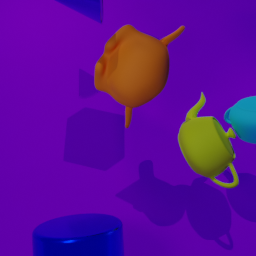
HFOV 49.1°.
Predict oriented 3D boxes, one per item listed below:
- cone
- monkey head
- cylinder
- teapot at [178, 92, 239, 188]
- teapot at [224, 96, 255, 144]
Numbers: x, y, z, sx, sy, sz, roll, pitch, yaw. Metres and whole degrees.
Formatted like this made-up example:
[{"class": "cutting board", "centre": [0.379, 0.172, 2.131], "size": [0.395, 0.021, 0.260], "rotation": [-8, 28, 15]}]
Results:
[{"class": "cone", "centre": [-0.835, -1.976, 4.079], "size": [0.889, 0.885, 0.885], "rotation": [-1, 65, -2]}, {"class": "monkey head", "centre": [0.126, -1.047, 4.902], "size": [1.176, 1.404, 1.951], "rotation": [28, 109, -4]}, {"class": "cylinder", "centre": [-0.704, 2.089, 4.150], "size": [1.320, 1.320, 1.320], "rotation": [-3, 87, -1]}, {"class": "teapot", "centre": [1.599, 0.246, 5.514], "size": [0.975, 1.239, 1.992], "rotation": [-30, 65, 25]}, {"class": "teapot", "centre": [2.624, -0.085, 5.436], "size": [1.131, 0.891, 1.819], "rotation": [-22, 25, -27]}]
